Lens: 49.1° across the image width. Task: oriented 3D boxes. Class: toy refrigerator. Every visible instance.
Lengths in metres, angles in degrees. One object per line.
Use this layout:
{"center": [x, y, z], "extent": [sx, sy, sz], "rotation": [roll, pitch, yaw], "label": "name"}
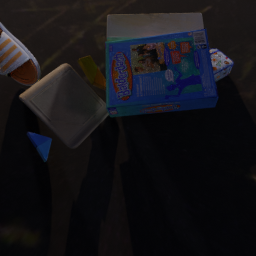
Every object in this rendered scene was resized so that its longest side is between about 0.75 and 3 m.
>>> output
{"center": [0.729, -2.613, 7.953], "extent": [2.590, 0.983, 0.906], "rotation": [-1, 67, 1], "label": "toy refrigerator"}

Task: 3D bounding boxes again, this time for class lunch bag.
{"center": [2.231, -1.725, 7.796], "extent": [1.189, 0.449, 0.953], "rotation": [-26, 61, -19], "label": "lunch bag"}

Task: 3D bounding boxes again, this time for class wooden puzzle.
{"center": [-1.435, -0.574, 6.809], "extent": [1.880, 0.326, 2.786], "rotation": [50, 53, -1], "label": "wooden puzzle"}

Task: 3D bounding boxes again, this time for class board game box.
{"center": [0.739, -1.352, 6.914], "extent": [2.561, 0.576, 1.948], "rotation": [-4, 68, 7], "label": "board game box"}

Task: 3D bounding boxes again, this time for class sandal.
{"center": [-3.424, -2.074, 7.106], "extent": [2.688, 1.030, 0.770], "rotation": [49, 34, -10], "label": "sandal"}
